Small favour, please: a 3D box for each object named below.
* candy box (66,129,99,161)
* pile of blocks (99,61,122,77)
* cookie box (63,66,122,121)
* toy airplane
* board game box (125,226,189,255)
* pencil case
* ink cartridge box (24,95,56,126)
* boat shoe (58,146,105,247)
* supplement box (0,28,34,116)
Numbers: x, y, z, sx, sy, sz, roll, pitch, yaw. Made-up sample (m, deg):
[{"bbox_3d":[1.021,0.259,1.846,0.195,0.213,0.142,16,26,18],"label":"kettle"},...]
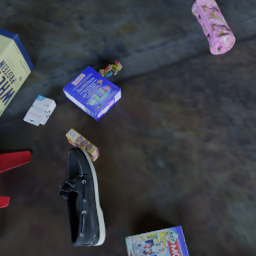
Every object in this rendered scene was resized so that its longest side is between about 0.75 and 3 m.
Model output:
[{"bbox_3d":[-1.442,0.545,8.952,1.094,0.638,0.309,34,68,15],"label":"candy box"},{"bbox_3d":[-0.654,-2.169,10.415,0.980,0.305,0.402,-34,69,-14],"label":"pile of blocks"},{"bbox_3d":[-1.229,-1.231,9.816,1.547,0.581,1.324,38,70,16],"label":"cookie box"},{"bbox_3d":[-4.325,1.553,8.558,2.702,0.497,2.702,0,64,0],"label":"toy airplane"},{"bbox_3d":[0.940,3.993,7.434,1.613,0.349,2.397,-9,65,-8],"label":"board game box"},{"bbox_3d":[3.294,-4.031,10.916,1.044,0.999,2.413,-17,67,-1],"label":"pencil case"},{"bbox_3d":[-3.025,-0.539,9.620,0.609,0.351,1.051,21,67,10],"label":"ink cartridge box"},{"bbox_3d":[-1.487,1.894,7.985,0.967,1.090,2.918,1,68,-38],"label":"boat shoe"},{"bbox_3d":[-5.228,-2.018,9.483,2.651,1.780,2.649,22,68,10],"label":"supplement box"}]
